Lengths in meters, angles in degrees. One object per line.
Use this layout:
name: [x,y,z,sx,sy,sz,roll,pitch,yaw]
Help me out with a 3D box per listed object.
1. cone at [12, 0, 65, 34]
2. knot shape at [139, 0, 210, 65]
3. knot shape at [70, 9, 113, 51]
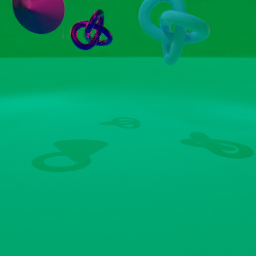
cone: [-2.365,-3.029,7.079,1.403,1.403,1.408,-2,25,-7]
knot shape: [1.116,-2.828,7.636,0.922,1.867,1.995,-40,4,-24]
knot shape: [-1.155,-3.314,9.862,1.405,1.502,0.694,28,22,-53]
